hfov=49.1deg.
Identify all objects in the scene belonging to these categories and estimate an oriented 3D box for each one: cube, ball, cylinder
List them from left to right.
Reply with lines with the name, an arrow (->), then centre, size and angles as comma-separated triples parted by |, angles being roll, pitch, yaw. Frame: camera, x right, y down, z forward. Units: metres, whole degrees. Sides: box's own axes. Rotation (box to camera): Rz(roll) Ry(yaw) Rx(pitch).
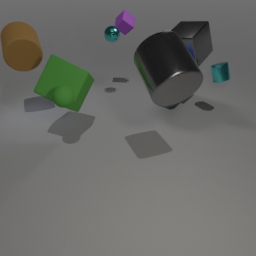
cylinder -> -4.117, -3.145, 10.809 | 1.400, 1.400, 1.400 | -11, 48, -19
ball -> -2.017, -0.984, 8.756 | 0.700, 0.700, 0.700 | 0, 29, 0
cube -> -2.187, -1.514, 9.859 | 1.400, 1.400, 1.400 | 26, 0, 1
ball -> -0.698, -4.098, 12.236 | 0.700, 0.700, 0.700 | 0, 29, 0
cube -> -0.148, -5.042, 13.411 | 0.700, 0.700, 0.700 | 26, 57, -31
cylinder -> 1.026, -1.525, 7.318 | 1.400, 1.400, 1.400 | -12, 63, -20
cube -> 2.612, -3.599, 12.016 | 1.400, 1.400, 1.400 | 18, 55, 40
cylinder -> 3.834, -2.304, 11.603 | 0.700, 0.700, 0.700 | -14, 17, 5
